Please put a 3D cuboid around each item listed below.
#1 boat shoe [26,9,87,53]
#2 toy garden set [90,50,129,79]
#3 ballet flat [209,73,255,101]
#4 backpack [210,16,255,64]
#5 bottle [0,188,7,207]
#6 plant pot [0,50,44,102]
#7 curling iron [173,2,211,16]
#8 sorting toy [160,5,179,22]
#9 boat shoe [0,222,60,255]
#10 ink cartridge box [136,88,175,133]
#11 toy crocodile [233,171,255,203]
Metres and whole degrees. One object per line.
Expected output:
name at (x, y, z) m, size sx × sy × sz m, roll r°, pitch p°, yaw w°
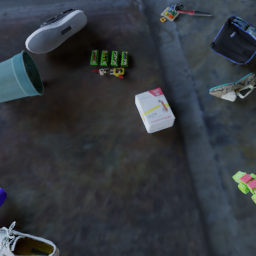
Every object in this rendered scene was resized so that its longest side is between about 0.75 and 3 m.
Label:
boat shoe at (-3.147, -4.243, 11.932) m, size 2.936 × 1.027 × 0.973 m, roll -40°, pitch 56°, yaw -15°
toy garden set at (-0.782, -2.690, 11.527) m, size 1.553 × 0.310 × 1.295 m, roll 3°, pitch 65°, yaw 1°
ballet flat at (4.190, -1.479, 10.805) m, size 2.072 × 0.703 × 0.780 m, roll -21°, pitch 79°, yaw -13°
backpack at (4.451, -3.549, 11.275) m, size 1.651 × 1.511 × 1.213 m, roll 35°, pitch 55°, yaw 6°
bottle at (-4.831, 2.104, 9.162) m, size 1.600 × 0.522 × 0.668 m, roll 18°, pitch 56°, yaw 9°
plant pot at (-4.316, -1.795, 10.447) m, size 1.704 × 1.739 × 1.739 m, roll -18°, pitch 66°, yaw 0°
curling iron at (2.935, -5.343, 12.749) m, size 1.754 × 0.224 × 0.435 m, roll 13°, pitch 109°, yaw 0°
sorting toy at (1.930, -5.237, 12.802) m, size 0.654 × 0.158 × 1.161 m, roll 34°, pitch 70°, yaw 14°
boat shoe at (-3.287, 3.358, 8.116) m, size 2.638 × 1.125 × 0.975 m, roll 15°, pitch 43°, yaw 6°
ink cartridge box at (0.995, -0.658, 10.421) m, size 1.027 × 0.590 × 1.414 m, roll -18°, pitch 66°, yaw -8°
toy crocodile at (2.910, 1.353, 6.440) m, size 0.465 × 1.378 × 0.426 m, roll -36°, pitch 113°, yaw 0°
